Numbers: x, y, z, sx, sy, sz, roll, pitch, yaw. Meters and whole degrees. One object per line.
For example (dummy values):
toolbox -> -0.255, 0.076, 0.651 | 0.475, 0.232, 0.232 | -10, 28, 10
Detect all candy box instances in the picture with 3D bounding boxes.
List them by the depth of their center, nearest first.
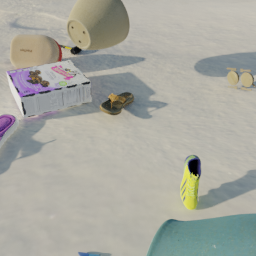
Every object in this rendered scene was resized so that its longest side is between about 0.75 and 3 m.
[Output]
candy box -> -2.766, -1.467, 9.877 | 2.400, 0.859, 2.013 | -18, 42, -26

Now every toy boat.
toy boat -> -3.738, -3.098, 11.807 | 2.206, 1.440, 1.442 | 8, 6, 18

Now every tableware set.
tableware set -> 4.107, -1.793, 10.166 | 0.236, 0.780, 1.180 | -19, 22, -21

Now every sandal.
sandal -> -4.091, 0.313, 7.940 | 1.068, 0.645, 2.624 | 6, 39, 7
sandal -> -0.349, -0.948, 9.427 | 0.730, 0.491, 1.818 | 22, 34, 21

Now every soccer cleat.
soccer cleat -> 1.457, 1.246, 6.420 | 0.409, 1.266, 0.529 | 4, -6, -6

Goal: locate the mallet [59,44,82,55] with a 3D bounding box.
mallet -> -2.864, -3.878, 13.419 | 1.582, 0.326, 0.521 | 28, 47, 35

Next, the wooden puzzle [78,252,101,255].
wooden puzzle -> -1.239, 2.975, 5.025 | 1.182, 0.205, 1.752 | 10, 40, 11

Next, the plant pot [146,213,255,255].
plant pot -> 1.666, 2.493, 3.808 | 2.701, 2.874, 2.874 | 2, 36, 28

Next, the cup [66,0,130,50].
cup -> -1.199, -3.505, 9.560 | 2.081, 2.081, 1.488 | 24, 54, 27
